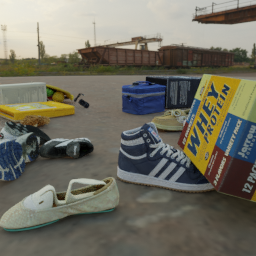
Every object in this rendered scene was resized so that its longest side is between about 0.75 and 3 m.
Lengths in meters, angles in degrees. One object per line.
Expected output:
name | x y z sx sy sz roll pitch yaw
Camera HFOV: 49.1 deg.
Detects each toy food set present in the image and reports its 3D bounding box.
toy food set | -4.459 -1.862 16.333 2.993 0.978 1.761 16 -3 44

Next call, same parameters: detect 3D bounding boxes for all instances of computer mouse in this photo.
computer mouse | -2.317 -1.416 14.533 0.847 0.595 0.195 29 -14 0

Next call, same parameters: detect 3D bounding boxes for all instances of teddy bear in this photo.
teddy bear | -3.382 -0.223 10.275 1.032 0.475 1.423 4 4 -18

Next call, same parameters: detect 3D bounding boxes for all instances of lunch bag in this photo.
lunch bag | 0.679 -1.499 13.266 2.185 1.445 1.484 -11 17 -42

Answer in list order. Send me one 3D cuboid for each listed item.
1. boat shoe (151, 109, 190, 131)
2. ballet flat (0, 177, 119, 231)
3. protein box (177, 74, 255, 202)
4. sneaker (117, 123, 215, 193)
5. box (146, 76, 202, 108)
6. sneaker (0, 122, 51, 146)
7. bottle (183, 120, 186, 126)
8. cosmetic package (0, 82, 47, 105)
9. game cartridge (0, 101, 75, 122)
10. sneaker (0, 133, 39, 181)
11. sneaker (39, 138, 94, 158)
boat shoe | 2.093 -0.444 9.989 2.756 0.867 1.005 -5 13 -17
ballet flat | -1.009 1.078 4.300 1.803 0.562 0.608 -6 16 -23
protein box | 2.366 0.189 4.692 2.263 1.527 2.246 16 12 -8
sneaker | 0.798 0.520 5.386 2.108 1.144 0.739 4 14 15
box | 2.650 -2.052 15.429 2.653 1.558 2.609 -4 14 -22
sneaker | -2.789 0.316 7.550 0.603 0.720 1.627 41 10 30
bottle | 2.691 -0.168 9.160 1.908 0.623 0.797 -7 -21 -29
cosmetic package | -5.355 -1.575 13.983 0.907 1.285 2.482 9 15 37
game cartridge | -4.145 -0.825 12.597 2.847 0.462 2.510 -13 19 -41
sneaker | -2.685 0.651 6.037 0.897 0.812 2.107 -9 5 5
sneaker | -1.461 0.515 6.907 1.389 0.462 0.629 -5 11 -30
